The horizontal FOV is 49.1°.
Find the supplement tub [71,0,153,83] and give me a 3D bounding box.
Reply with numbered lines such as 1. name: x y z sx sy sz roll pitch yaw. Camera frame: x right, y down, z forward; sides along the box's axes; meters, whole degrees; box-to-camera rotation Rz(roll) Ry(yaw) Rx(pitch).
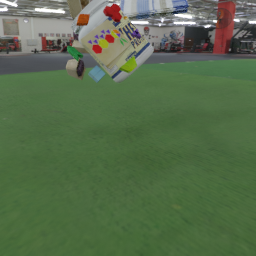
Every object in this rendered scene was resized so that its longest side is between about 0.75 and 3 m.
1. supplement tub: -0.368 -2.063 6.608 1.239 1.710 1.239 -42 11 10

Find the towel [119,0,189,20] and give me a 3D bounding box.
1. towel: 0.871 -4.500 10.277 2.514 0.299 1.847 -6 44 7

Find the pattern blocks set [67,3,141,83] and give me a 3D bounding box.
1. pattern blocks set: -0.312 -1.284 4.238 1.281 1.126 0.104 -40 2 -32

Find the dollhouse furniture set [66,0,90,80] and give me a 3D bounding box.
1. dollhouse furniture set: -0.791 -2.799 7.774 1.814 2.025 2.556 9 -26 6
